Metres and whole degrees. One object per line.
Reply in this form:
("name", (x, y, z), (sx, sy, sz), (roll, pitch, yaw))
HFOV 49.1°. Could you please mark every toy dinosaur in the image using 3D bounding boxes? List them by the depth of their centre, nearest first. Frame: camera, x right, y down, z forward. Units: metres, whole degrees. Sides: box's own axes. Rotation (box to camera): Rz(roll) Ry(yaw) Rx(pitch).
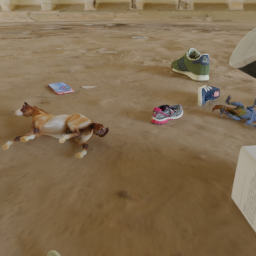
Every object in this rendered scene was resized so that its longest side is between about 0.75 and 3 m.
("toy dinosaur", (3.249, -0.468, 7.636), (1.314, 0.760, 1.448), (18, 10, -9))

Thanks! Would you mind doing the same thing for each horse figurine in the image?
("horse figurine", (-1.598, 0.023, 6.487), (2.553, 0.637, 1.692), (4, 25, 8))

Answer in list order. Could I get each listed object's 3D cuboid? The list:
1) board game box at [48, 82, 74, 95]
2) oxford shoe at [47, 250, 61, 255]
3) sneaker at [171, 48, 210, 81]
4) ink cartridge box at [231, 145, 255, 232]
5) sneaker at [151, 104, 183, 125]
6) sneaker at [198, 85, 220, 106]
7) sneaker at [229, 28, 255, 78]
("board game box", (-2.492, -1.466, 10.335), (0.613, 0.116, 1.190), (-15, 29, -26))
("oxford shoe", (-0.744, 1.757, 3.221), (0.263, 0.343, 0.912), (33, -8, -37))
("sneaker", (2.720, -2.893, 12.138), (0.885, 1.185, 2.640), (-8, 26, -17))
("ink cartridge box", (2.715, 1.175, 3.495), (1.831, 1.062, 2.481), (-3, 27, -6))
("sneaker", (1.136, -0.460, 7.765), (0.481, 0.446, 1.194), (21, 31, 38))
("sneaker", (2.611, -1.078, 8.971), (0.620, 0.550, 1.467), (6, 25, 23))
("sneaker", (2.105, -0.861, 3.307), (1.038, 0.740, 2.092), (26, 4, -4))
